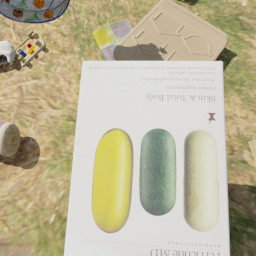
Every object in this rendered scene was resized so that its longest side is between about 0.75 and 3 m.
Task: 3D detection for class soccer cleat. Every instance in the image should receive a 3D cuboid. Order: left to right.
[{"bbox_3d":[-4.865,-2.413,9.168,2.246,0.778,0.871,-4,68,-4],"label":"soccer cleat"}]

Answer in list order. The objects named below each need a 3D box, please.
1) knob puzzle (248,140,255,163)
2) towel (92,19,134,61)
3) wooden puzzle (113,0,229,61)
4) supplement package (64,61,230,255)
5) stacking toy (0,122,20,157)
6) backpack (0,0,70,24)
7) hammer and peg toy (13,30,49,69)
[{"bbox_3d":[4.073,0.783,7.846,1.271,0.176,1.271,0,63,0],"label":"knob puzzle"},{"bbox_3d":[-0.222,-2.873,9.667,1.512,0.240,2.105,-20,65,-11],"label":"towel"},{"bbox_3d":[1.408,-2.544,9.149,2.749,0.687,2.968,35,71,9],"label":"wooden puzzle"},{"bbox_3d":[0.359,0.594,4.587,2.064,2.049,2.719,1,75,6],"label":"supplement package"},{"bbox_3d":[-4.226,0.270,7.805,2.220,0.948,0.948,3,63,9],"label":"stacking toy"},{"bbox_3d":[-2.281,-3.664,6.571,2.404,2.290,1.852,-3,51,-19],"label":"backpack"},{"bbox_3d":[-2.219,-1.810,6.423,0.742,0.356,1.009,-42,41,7],"label":"hammer and peg toy"}]
